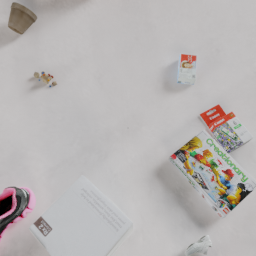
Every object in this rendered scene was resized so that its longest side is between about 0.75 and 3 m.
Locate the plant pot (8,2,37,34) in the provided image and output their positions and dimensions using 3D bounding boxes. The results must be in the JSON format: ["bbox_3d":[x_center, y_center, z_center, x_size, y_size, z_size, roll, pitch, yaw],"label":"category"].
[{"bbox_3d":[-3.782,-3.775,9.838,0.918,0.918,0.797,23,85,10],"label":"plant pot"}]

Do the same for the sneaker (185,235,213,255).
[{"bbox_3d":[1.808,3.048,7.052,0.776,0.302,0.386,-27,71,-11],"label":"sneaker"}]

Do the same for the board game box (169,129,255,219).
[{"bbox_3d":[2.347,1.223,7.811,1.345,0.369,2.131,-36,71,-16],"label":"board game box"}]

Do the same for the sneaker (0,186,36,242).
[{"bbox_3d":[-3.414,2.402,6.872,0.969,1.169,2.452,34,72,12],"label":"sneaker"}]

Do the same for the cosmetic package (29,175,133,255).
[{"bbox_3d":[-0.938,2.353,6.473,1.563,1.896,1.565,40,72,16],"label":"cosmetic package"}]

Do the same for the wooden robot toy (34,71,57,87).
[{"bbox_3d":[-2.688,-1.679,9.095,0.861,0.391,0.380,30,70,12],"label":"wooden robot toy"}]

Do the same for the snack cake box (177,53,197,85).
[{"bbox_3d":[1.945,-1.950,9.245,0.570,0.333,0.991,7,66,5],"label":"snack cake box"}]

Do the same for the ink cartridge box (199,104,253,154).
[{"bbox_3d":[2.909,-0.061,8.379,0.804,0.372,1.476,-27,70,-12],"label":"ink cartridge box"}]
